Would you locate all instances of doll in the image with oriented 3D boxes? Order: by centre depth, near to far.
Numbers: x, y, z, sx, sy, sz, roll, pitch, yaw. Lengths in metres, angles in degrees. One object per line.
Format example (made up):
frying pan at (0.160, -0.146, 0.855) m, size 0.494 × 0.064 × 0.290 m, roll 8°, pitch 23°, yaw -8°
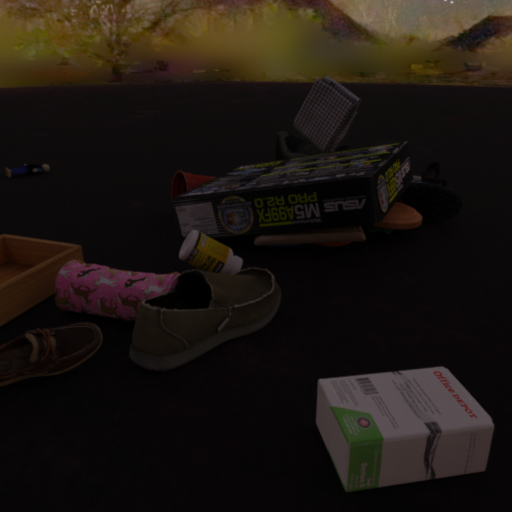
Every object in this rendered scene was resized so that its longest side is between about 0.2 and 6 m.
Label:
doll at (-6.605, -2.505, 16.239) m, size 1.185 × 0.287 × 0.808 m, roll -15°, pitch 28°, yaw -32°

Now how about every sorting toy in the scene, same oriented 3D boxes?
sorting toy at (1.493, -0.520, 11.040) m, size 2.956 × 0.435 × 2.185 m, roll -2°, pitch 17°, yaw 4°

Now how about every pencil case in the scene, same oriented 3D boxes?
pencil case at (-1.947, 0.514, 8.015) m, size 1.867 × 0.773 × 0.808 m, roll 6°, pitch -2°, yaw 16°

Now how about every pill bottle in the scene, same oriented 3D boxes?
pill bottle at (-0.729, 0.017, 9.144) m, size 0.955 × 0.537 × 0.537 m, roll 27°, pitch 15°, yaw -18°

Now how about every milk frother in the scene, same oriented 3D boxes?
milk frother at (3.720, -1.710, 13.024) m, size 1.139 × 1.211 × 1.093 m, roll 15°, pitch 30°, yaw 34°

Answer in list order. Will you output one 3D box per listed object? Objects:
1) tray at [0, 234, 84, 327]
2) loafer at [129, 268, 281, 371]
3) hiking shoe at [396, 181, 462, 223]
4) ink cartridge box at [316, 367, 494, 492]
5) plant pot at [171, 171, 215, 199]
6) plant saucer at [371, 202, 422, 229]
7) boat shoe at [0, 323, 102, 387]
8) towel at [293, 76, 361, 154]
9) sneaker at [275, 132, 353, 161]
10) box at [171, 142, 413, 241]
tray at (-4.211, 0.566, 8.117) m, size 1.650 × 0.620 × 3.346 m, roll 8°, pitch 22°, yaw 19°
loafer at (-0.560, 0.626, 7.519) m, size 0.984 × 0.911 × 2.616 m, roll 15°, pitch 26°, yaw 33°
hiking shoe at (3.260, -1.325, 12.406) m, size 2.461 × 0.916 × 1.067 m, roll 5°, pitch 24°, yaw 13°
ink cartridge box at (1.385, 1.630, 5.438) m, size 1.390 × 0.584 × 1.011 m, roll -4°, pitch 22°, yaw -9°
plant pot at (-1.287, -1.408, 12.697) m, size 0.985 × 1.013 × 1.013 m, roll -2°, pitch 20°, yaw -28°
plant saucer at (2.585, -0.876, 11.266) m, size 1.477 × 0.238 × 1.477 m, roll 4°, pitch 21°, yaw -1°
boat shoe at (-2.539, 1.120, 6.520) m, size 1.510 × 0.545 × 0.543 m, roll -14°, pitch -16°, yaw -23°
towel at (1.449, -2.937, 11.648) m, size 0.549 × 1.283 × 1.062 m, roll -17°, pitch 55°, yaw -47°
sneaker at (1.529, -2.571, 15.227) m, size 1.852 × 1.236 × 3.234 m, roll -3°, pitch 25°, yaw -13°
box at (0.818, -1.312, 11.153) m, size 3.981 × 0.881 × 3.189 m, roll -4°, pitch 18°, yaw 26°
